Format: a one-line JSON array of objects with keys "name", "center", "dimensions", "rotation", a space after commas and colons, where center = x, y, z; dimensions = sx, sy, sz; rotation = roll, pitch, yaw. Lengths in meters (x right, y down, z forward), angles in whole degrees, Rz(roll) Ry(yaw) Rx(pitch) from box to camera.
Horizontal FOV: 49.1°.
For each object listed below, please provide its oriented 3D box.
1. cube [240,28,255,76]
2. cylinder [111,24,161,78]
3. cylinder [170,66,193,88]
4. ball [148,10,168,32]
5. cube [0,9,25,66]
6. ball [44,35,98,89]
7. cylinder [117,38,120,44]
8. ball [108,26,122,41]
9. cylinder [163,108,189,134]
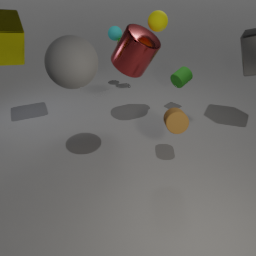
[{"name": "cube", "center": [4.819, -2.752, 9.849], "dimensions": [1.400, 1.400, 1.400], "rotation": [-2, 26, 29]}, {"name": "cylinder", "center": [0.271, -2.821, 10.299], "dimensions": [1.400, 1.400, 1.400], "rotation": [20, 42, -19]}, {"name": "cylinder", "center": [2.334, -2.213, 12.221], "dimensions": [0.700, 0.700, 0.700], "rotation": [-40, 44, -21]}, {"name": "ball", "center": [1.035, -3.709, 9.730], "dimensions": [0.700, 0.700, 0.700], "rotation": [0, 30, 0]}, {"name": "cube", "center": [-4.488, -3.172, 9.844], "dimensions": [1.400, 1.400, 1.400], "rotation": [-9, 55, -26]}, {"name": "ball", "center": [-1.493, -1.738, 7.446], "dimensions": [1.400, 1.400, 1.400], "rotation": [0, 30, 0]}, {"name": "cylinder", "center": [-0.100, -4.073, 13.891], "dimensions": [0.700, 0.700, 0.700], "rotation": [1, 26, -30]}, {"name": "ball", "center": [-0.651, -4.694, 13.893], "dimensions": [0.700, 0.700, 0.700], "rotation": [0, 30, 0]}, {"name": "cylinder", "center": [1.496, -0.235, 8.762], "dimensions": [0.700, 0.700, 0.700], "rotation": [0, 15, 0]}]
